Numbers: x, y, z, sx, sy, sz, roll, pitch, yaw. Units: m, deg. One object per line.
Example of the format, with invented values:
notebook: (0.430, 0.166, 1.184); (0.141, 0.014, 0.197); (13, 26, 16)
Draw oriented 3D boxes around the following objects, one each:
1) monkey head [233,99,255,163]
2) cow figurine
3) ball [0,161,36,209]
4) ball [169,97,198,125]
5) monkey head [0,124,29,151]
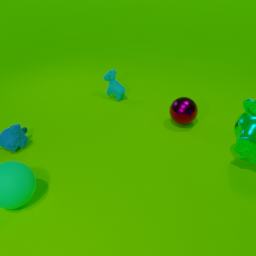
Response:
monkey head: (3.179, 0.210, 6.447); (1.424, 1.980, 1.193); (11, 69, 47)
cow figurine: (-0.462, -1.569, 10.078); (0.963, 0.948, 0.529); (32, 38, 20)
ball: (-2.379, 1.158, 5.714); (0.958, 0.958, 0.958); (0, 31, 0)
ball: (1.692, -0.520, 8.538); (0.863, 0.863, 0.863); (0, 31, 0)
monkey head: (-3.095, 0.181, 7.470); (0.679, 0.810, 1.126); (29, 34, 34)
